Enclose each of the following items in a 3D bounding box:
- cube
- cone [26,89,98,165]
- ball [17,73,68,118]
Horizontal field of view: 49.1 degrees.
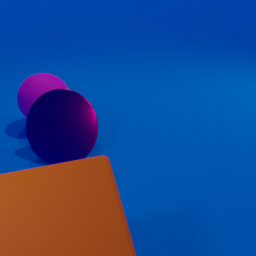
[{"bbox_3d":[-0.706,1.253,2.660,1.326,1.326,1.326,-9,53,-14],"label":"cube"},{"bbox_3d":[-1.185,-0.026,6.401,1.578,1.578,1.584,7,3,13],"label":"cone"},{"bbox_3d":[-2.058,-0.709,6.885,1.252,1.252,1.252,0,29,0],"label":"ball"}]
